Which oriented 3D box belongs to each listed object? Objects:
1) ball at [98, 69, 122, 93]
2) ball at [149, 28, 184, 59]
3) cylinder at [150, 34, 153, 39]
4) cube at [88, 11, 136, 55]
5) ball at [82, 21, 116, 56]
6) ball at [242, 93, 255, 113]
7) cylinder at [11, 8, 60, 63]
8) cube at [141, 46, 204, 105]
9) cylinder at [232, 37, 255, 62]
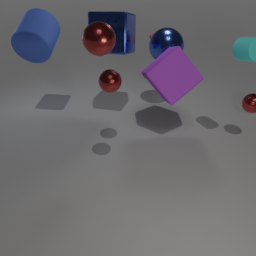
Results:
[{"bbox_3d":[-0.540,-1.415,8.463,0.700,0.700,0.700,0,31,0],"label":"ball"},{"bbox_3d":[1.547,-3.308,11.290,1.400,1.400,1.400,0,31,0],"label":"ball"},{"bbox_3d":[1.521,-4.466,14.140,0.700,0.700,0.700,-18,32,4],"label":"cylinder"},{"bbox_3d":[-0.556,-3.480,10.304,1.400,1.400,1.400,6,19,14],"label":"cube"},{"bbox_3d":[-0.606,-1.871,5.895,0.700,0.700,0.700,0,31,0],"label":"ball"},{"bbox_3d":[4.377,-0.869,9.856,0.700,0.700,0.700,0,31,0],"label":"ball"},{"bbox_3d":[-3.314,-3.340,10.176,1.400,1.400,1.400,3,54,6],"label":"cylinder"},{"bbox_3d":[1.494,-1.842,9.779,1.400,1.400,1.400,-40,13,6],"label":"cube"},{"bbox_3d":[3.634,-2.358,8.376,0.700,0.700,0.700,-13,21,-20],"label":"cylinder"}]
